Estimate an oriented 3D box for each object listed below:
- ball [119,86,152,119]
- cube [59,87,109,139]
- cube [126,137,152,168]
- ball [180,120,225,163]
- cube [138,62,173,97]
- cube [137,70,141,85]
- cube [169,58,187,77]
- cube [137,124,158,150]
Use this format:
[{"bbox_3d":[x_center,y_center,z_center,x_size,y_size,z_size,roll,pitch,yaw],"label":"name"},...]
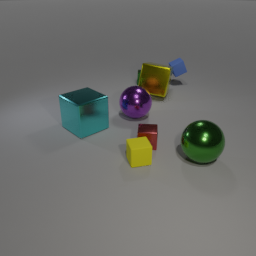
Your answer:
[{"bbox_3d":[0.323,-1.103,11.939,1.400,1.400,1.400,0,28,0],"label":"ball"},{"bbox_3d":[-1.727,-0.643,11.099,1.400,1.400,1.400,-23,36,-36],"label":"cube"},{"bbox_3d":[0.355,0.781,9.172,0.700,0.700,0.700,-7,28,-12],"label":"cube"},{"bbox_3d":[2.412,0.435,9.075,1.400,1.400,1.400,0,28,0],"label":"ball"},{"bbox_3d":[1.401,-2.470,14.086,1.400,1.400,1.400,14,18,11],"label":"cube"},{"bbox_3d":[0.893,-2.893,16.012,0.700,0.700,0.700,3,28,1],"label":"cube"},{"bbox_3d":[2.738,-3.334,15.403,0.700,0.700,0.700,-24,28,7],"label":"cube"},{"bbox_3d":[0.700,0.312,10.064,0.700,0.700,0.700,3,28,5],"label":"cube"}]
